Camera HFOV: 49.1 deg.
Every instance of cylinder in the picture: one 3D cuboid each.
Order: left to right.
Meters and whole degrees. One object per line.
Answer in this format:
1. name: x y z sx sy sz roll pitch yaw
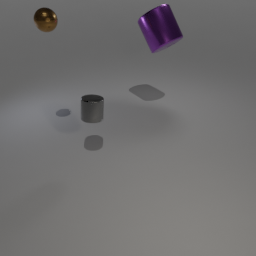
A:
1. cylinder: -1.095 -0.592 8.584 0.700 0.700 0.700 4 25 -2
2. cylinder: 1.290 -3.933 11.184 1.400 1.400 1.400 -25 5 3

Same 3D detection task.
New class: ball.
1. ball: -2.469 -3.241 8.408 0.700 0.700 0.700 0 30 0
